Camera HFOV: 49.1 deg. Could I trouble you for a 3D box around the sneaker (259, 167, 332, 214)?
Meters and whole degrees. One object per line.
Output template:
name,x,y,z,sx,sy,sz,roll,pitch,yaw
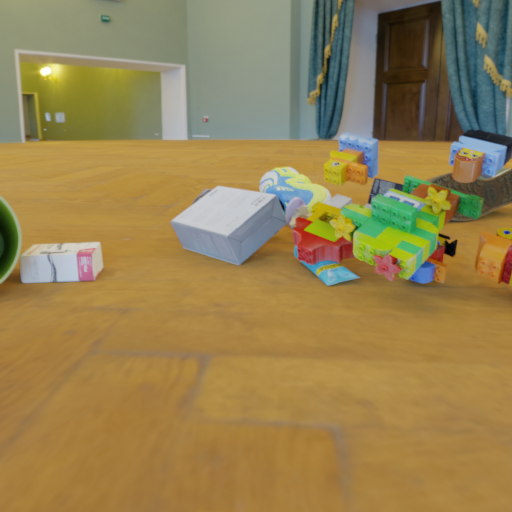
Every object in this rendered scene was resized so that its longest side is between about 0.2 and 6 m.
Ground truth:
sneaker,0.481,-1.477,13.377,1.528,1.102,2.909,-8,18,-27

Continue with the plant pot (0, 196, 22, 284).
plant pot,-4.152,-0.191,8.119,1.583,1.583,1.692,-4,0,-16

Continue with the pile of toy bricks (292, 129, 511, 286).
pile of toy bricks,2.081,-0.365,7.586,4.071,2.259,2.010,23,47,35

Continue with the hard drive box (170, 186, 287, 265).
hard drive box,-0.503,-0.594,9.954,1.281,0.631,1.643,-41,36,-27

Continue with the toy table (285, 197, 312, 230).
toy table,0.900,-0.771,11.314,0.682,0.742,0.434,-28,40,-13

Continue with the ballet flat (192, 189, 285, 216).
ballet flat,-0.517,-0.770,11.528,0.954,0.954,2.652,-11,18,-37

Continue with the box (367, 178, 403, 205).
box,2.866,-1.164,12.153,0.840,0.847,0.522,16,60,11

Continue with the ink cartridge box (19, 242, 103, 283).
ink cartridge box,-2.993,0.096,8.660,1.077,0.457,0.785,-4,15,-5

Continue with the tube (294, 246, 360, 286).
tube,1.036,0.144,8.819,0.543,0.354,1.403,-17,26,-16

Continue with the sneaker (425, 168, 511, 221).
sneaker,4.998,-1.453,13.647,3.442,1.154,1.545,-12,2,-21
